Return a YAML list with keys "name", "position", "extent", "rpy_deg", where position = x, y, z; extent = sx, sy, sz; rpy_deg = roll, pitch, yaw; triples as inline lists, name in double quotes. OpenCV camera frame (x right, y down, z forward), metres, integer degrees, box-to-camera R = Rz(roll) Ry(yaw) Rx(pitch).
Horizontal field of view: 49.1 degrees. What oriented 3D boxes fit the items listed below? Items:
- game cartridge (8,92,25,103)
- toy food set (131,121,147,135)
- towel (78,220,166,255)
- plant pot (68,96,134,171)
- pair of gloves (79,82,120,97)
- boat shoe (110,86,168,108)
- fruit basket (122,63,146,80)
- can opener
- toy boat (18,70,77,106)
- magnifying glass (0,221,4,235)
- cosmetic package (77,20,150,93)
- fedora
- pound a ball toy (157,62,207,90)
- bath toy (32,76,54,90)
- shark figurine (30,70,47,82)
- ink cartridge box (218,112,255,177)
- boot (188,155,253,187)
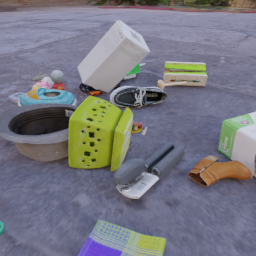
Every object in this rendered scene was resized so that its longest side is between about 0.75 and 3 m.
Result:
- name: "game cartridge"
  position: [-4.771, -1.332, 12.583]
  extent: [1.112, 0.231, 0.741]
  rpy_deg: [15, 37, 24]
- name: "toy food set"
  position: [0.179, -0.116, 10.280]
  extent: [1.089, 0.356, 0.641]
  rpy_deg: [11, 31, 18]
- name: "towel"
  position: [-0.340, 2.779, 5.291]
  extent: [1.680, 0.266, 2.340]
  rpy_deg: [12, 32, 21]
- name: "plant pot"
  position: [-0.751, 0.216, 8.438]
  extent: [1.557, 1.716, 1.707]
  rpy_deg: [12, 31, 6]
- name: "pair of gloves"
  position: [-1.391, -2.063, 13.850]
  extent: [1.852, 0.229, 1.650]
  rpy_deg: [-23, 38, -30]
- name: "boat shoe"
  position: [0.496, -1.279, 11.788]
  extent: [2.457, 0.907, 0.839]
  rpy_deg: [-1, 15, -21]
- name: "fruit basket"
  position: [-0.656, -3.187, 15.218]
  extent: [2.487, 1.166, 2.304]
  rpy_deg: [2, 18, 45]
- name: "can opener"
  position: [0.719, 1.042, 7.808]
  extent: [0.729, 0.921, 2.770]
  rpy_deg: [20, 31, 33]
- name: "toy boat"
  position: [-3.209, -1.396, 11.579]
  extent: [2.339, 1.293, 2.782]
  rpy_deg: [1, 30, 3]
- name: "magnifying glass"
  position: [-3.359, 2.287, 6.311]
  extent: [1.094, 0.123, 0.436]
  rpy_deg: [-2, 30, -1]
- name: "cosmetic package"
  position: [-0.682, -3.008, 12.306]
  extent: [1.639, 2.904, 1.178]
  rpy_deg: [17, 44, -48]
- name: "fedora"
  position: [-2.583, 0.203, 8.810]
  extent: [2.776, 1.254, 2.456]
  rpy_deg: [-7, 30, -11]
- name: "pound a ball toy"
  position: [2.637, -2.377, 13.884]
  extent: [2.406, 1.022, 1.569]
  rpy_deg: [2, 55, 3]
- name: "bath toy"
  position: [-3.994, -1.816, 13.021]
  extent: [0.691, 0.814, 1.871]
  rpy_deg: [-41, 24, 21]
- name: "shark figurine"
  position: [-4.601, -2.826, 14.953]
  extent: [0.686, 0.479, 1.148]
  rpy_deg: [19, 36, 27]
- name: "ink cartridge box"
  position: [4.384, 0.637, 8.122]
  extent: [2.022, 1.168, 2.779]
  rpy_deg: [-13, 32, -21]
- name: "boot"
  position: [2.502, 1.286, 7.680]
  extent: [1.136, 0.541, 1.469]
  rpy_deg: [-25, 27, -38]
